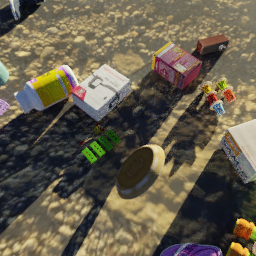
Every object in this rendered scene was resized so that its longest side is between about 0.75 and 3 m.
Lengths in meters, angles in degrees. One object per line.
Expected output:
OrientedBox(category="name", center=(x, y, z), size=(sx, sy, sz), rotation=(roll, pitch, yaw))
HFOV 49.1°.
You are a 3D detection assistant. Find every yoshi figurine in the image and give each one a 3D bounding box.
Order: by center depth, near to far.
OrientedBox(category="yoshi figurine", center=(4.226, 3.610, 7.406), size=(2.962, 1.665, 1.658), rotation=(17, 19, 26))

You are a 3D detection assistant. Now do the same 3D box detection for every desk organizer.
OrientedBox(category="desk organizer", center=(3.644, -3.619, 12.067), size=(1.263, 0.453, 0.486), rotation=(-16, 58, -10))

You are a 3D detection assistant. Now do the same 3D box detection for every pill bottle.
OrientedBox(category="pill bottle", center=(-2.989, -1.378, 10.306), size=(2.172, 1.132, 1.132), rotation=(-31, 64, -17))

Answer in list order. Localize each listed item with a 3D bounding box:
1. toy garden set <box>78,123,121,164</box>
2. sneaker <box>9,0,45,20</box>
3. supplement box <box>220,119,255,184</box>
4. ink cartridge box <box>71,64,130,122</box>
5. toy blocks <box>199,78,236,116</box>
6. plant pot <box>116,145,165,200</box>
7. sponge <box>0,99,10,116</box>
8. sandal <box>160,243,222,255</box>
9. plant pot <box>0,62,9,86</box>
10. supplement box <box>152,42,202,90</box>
OrientedBox(category="toy garden set", center=(-1.074, 0.500, 9.710), size=(1.283, 0.256, 1.070), rotation=(-39, 68, -20))
OrientedBox(category="sneaker", center=(-4.729, -5.979, 13.277), size=(1.508, 0.794, 2.087), rotation=(-7, 58, -1))
OrientedBox(category="supplement box", center=(4.677, 0.532, 9.244), size=(2.646, 0.973, 1.668), rotation=(-17, 60, -10))
OrientedBox(category="ink cartridge box", center=(-0.983, -1.361, 10.503), size=(1.346, 0.773, 1.854), rotation=(36, 65, 19))
OrientedBox(category="toy blocks", center=(3.500, -1.144, 10.535), size=(1.169, 0.509, 1.403), rotation=(-15, 60, -8))
OrientedBox(category="plant pot", center=(0.276, 1.243, 8.451), size=(0.265, 1.925, 1.925), rotation=(41, 59, -23))
OrientedBox(category="sponge", center=(-5.396, -0.374, 10.201), size=(1.084, 0.290, 1.944), rotation=(25, 62, 14))
OrientedBox(category="sandal", center=(1.665, 3.443, 7.635), size=(1.725, 0.424, 0.702), rotation=(-13, 46, 9))
OrientedBox(category="plant pot", center=(-5.403, -2.275, 10.993), size=(1.114, 0.894, 1.114), rotation=(0, 58, 0))
OrientedBox(category="supplement box", center=(1.901, -2.489, 11.140), size=(1.077, 0.849, 1.645), rotation=(-40, 67, -21))
